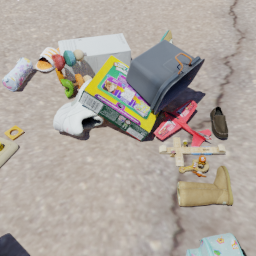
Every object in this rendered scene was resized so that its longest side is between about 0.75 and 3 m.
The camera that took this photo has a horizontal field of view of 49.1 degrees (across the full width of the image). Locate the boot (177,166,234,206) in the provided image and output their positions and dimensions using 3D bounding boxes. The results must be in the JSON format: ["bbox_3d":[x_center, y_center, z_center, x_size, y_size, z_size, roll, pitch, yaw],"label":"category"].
[{"bbox_3d":[2.277,1.709,8.458,1.552,0.513,1.359,1,46,2],"label":"boot"}]

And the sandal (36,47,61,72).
[{"bbox_3d":[-3.489,-3.548,13.207,0.948,0.709,2.474,20,50,18],"label":"sandal"}]

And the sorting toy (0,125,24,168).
[{"bbox_3d":[-4.786,0.765,9.405,1.615,0.391,2.869,19,50,17],"label":"sorting toy"}]

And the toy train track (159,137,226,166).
[{"bbox_3d":[2.177,0.676,9.463,2.222,0.362,1.275,0,45,2],"label":"toy train track"}]

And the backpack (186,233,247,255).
[{"bbox_3d":[1.981,3.217,6.174,1.356,1.768,1.555,-3,48,-2],"label":"backpack"}]

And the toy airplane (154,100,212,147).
[{"bbox_3d":[2.074,-0.097,10.185,2.275,0.418,2.275,-2,51,2],"label":"toy airplane"}]

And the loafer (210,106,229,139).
[{"bbox_3d":[3.325,-0.242,10.251,0.537,0.525,1.472,-2,47,-2],"label":"loafer"}]

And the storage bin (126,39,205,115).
[{"bbox_3d":[1.237,-2.030,9.893,1.713,1.856,2.550,41,56,12],"label":"storage bin"}]

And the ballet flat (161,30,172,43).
[{"bbox_3d":[1.744,-3.946,13.708,0.746,0.812,2.367,37,55,-4],"label":"ballet flat"}]

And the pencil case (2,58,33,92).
[{"bbox_3d":[-4.712,-2.324,12.046,0.686,0.748,1.650,9,49,8],"label":"pencil case"}]

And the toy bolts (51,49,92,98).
[{"bbox_3d":[-2.287,-2.424,11.460,1.234,1.779,1.699,-22,42,-13],"label":"toy bolts"}]

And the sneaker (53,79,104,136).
[{"bbox_3d":[-1.390,-0.708,10.474,1.442,1.131,2.903,28,59,11],"label":"sneaker"}]

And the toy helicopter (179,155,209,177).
[{"bbox_3d":[2.124,1.313,8.998,0.982,0.387,0.649,-12,56,3],"label":"toy helicopter"}]

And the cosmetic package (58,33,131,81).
[{"bbox_3d":[-1.455,-3.197,12.534,2.967,1.204,1.674,-13,47,-11],"label":"cosmetic package"}]

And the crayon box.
[{"bbox_3d":[-0.081,-1.144,10.268,2.649,0.772,2.286,33,49,-5],"label":"crayon box"}]
